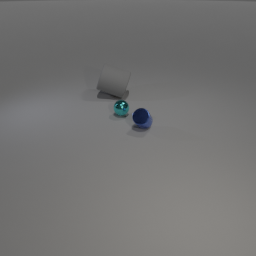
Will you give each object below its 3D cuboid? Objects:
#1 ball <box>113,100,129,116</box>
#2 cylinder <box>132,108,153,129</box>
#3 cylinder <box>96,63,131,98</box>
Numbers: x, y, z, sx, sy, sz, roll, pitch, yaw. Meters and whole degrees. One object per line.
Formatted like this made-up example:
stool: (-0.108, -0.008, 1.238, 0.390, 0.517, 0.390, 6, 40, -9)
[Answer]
ball: (-0.294, -0.895, 12.415, 0.700, 0.700, 0.700, 0, 28, 0)
cylinder: (0.594, -0.375, 11.297, 0.700, 0.700, 0.700, 10, -11, 18)
cylinder: (-0.729, -2.410, 14.199, 1.400, 1.400, 1.400, 19, 27, -7)
